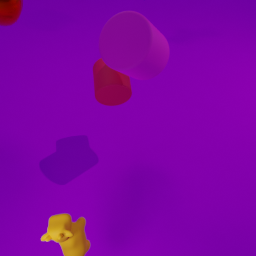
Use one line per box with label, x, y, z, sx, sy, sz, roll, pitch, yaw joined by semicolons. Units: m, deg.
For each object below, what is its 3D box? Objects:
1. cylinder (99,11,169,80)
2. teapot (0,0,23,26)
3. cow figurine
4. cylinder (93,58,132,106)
cylinder;0.138;-1.447;5.095;1.001;1.001;1.001;28;11;23
teapot;-2.903;-2.730;5.930;1.887;1.173;0.924;-15;13;41
cow figurine;-0.893;1.662;4.187;0.483;0.879;0.865;-12;6;9
cylinder;-0.350;-1.016;6.099;0.793;0.793;0.793;-5;61;-5
